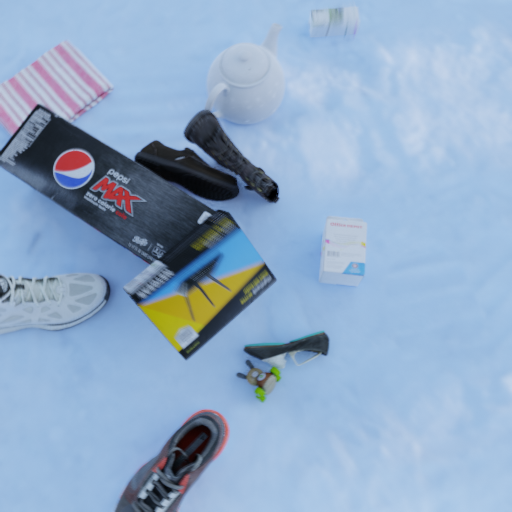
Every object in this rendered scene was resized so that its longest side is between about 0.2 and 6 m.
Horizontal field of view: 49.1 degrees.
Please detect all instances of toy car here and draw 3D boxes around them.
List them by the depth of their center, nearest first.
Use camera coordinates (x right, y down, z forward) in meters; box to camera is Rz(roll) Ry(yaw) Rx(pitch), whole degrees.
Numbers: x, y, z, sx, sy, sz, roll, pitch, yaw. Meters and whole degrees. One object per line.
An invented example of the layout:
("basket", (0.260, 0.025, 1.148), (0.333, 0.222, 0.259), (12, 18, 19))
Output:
("toy car", (0.007, 2.259, 10.462), (0.727, 0.573, 0.597), (31, 66, 22))

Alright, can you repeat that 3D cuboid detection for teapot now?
("teapot", (-0.261, -3.870, 12.131), (1.872, 1.385, 1.896), (-7, 72, -2))

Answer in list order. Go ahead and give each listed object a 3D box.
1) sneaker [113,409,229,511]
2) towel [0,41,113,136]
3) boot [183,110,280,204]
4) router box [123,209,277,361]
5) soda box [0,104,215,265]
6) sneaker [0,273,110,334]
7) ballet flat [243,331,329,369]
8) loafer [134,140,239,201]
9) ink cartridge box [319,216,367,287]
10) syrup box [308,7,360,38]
("sneaker", (-1.596, 3.833, 9.517), (1.131, 1.202, 2.935), (32, 74, 10))
("towel", (-4.689, -3.661, 12.601), (2.473, 0.370, 1.810), (-41, 76, -13))
("boot", (-0.353, -1.896, 11.140), (1.864, 2.141, 0.741), (43, 96, 20))
("router box", (-0.903, 0.470, 9.448), (2.106, 0.538, 1.571), (-41, 113, -12))
("soda box", (-2.588, -1.020, 10.939), (4.657, 1.648, 1.475), (32, 83, 10))
("sneaker", (-4.213, 0.786, 10.376), (2.783, 1.601, 1.050), (-13, 71, -4))
("ballet flat", (0.604, 1.824, 10.590), (1.661, 0.565, 0.568), (-10, 80, -3))
("loafer", (-1.361, -1.875, 11.669), (2.281, 0.833, 0.814), (22, 66, -1))
("ink cartridge box", (1.722, -0.127, 11.128), (0.812, 0.791, 1.263), (7, 71, 2))
("syrup box", (1.834, -5.504, 13.192), (1.127, 0.459, 0.444), (-5, 75, -3))
